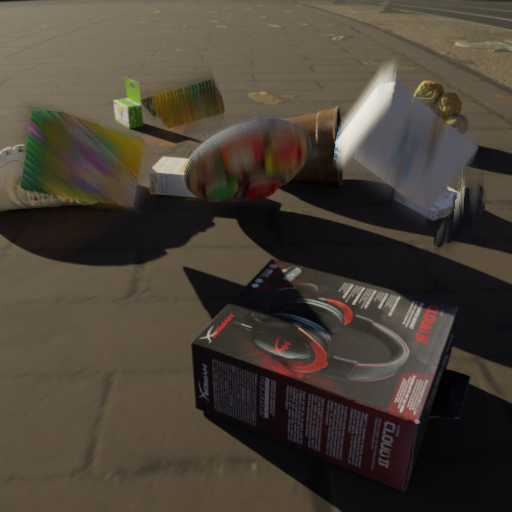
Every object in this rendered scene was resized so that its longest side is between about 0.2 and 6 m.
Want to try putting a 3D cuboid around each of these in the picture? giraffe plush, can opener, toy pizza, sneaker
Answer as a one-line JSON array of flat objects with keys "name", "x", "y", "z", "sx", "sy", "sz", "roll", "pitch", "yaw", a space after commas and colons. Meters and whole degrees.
[{"name": "giraffe plush", "x": 4.344, "y": -3.320, "z": 13.875, "sx": 1.973, "sy": 1.702, "sz": 1.600, "roll": -22, "pitch": 0, "yaw": 41}, {"name": "can opener", "x": 2.617, "y": -0.514, "z": 7.138, "sx": 0.468, "sy": 0.378, "sz": 1.192, "roll": 45, "pitch": 53, "yaw": 4}, {"name": "toy pizza", "x": -0.110, "y": -1.546, "z": 9.977, "sx": 2.363, "sy": 2.363, "sz": 0.374, "roll": -11, "pitch": 66, "yaw": -18}, {"name": "sneaker", "x": -3.864, "y": -1.472, "z": 10.881, "sx": 3.228, "sy": 1.213, "sz": 1.308, "roll": -17, "pitch": 43, "yaw": -25}]

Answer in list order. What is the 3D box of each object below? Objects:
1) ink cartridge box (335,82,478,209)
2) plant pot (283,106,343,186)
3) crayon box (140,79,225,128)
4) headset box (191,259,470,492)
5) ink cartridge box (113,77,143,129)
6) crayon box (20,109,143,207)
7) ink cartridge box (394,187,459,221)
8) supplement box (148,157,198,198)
[{"name": "ink cartridge box", "x": 1.802, "y": -1.354, "z": 6.884, "sx": 1.273, "sy": 0.929, "sz": 0.934, "roll": 35, "pitch": 12, "yaw": -9}, {"name": "plant pot", "x": 0.965, "y": -2.247, "z": 11.822, "sx": 1.624, "sy": 1.640, "sz": 1.640, "roll": -2, "pitch": 30, "yaw": 12}, {"name": "crayon box", "x": -1.105, "y": -2.281, "z": 8.536, "sx": 1.141, "sy": 0.290, "sz": 0.724, "roll": -14, "pitch": -7, "yaw": 6}, {"name": "headset box", "x": 0.956, "y": 1.202, "z": 6.381, "sx": 2.737, "sy": 1.027, "sz": 2.035, "roll": 15, "pitch": 34, "yaw": 24}, {"name": "ink cartridge box", "x": -3.518, "y": -4.179, "z": 15.285, "sx": 0.450, "sy": 1.187, "sz": 0.877, "roll": -21, "pitch": 37, "yaw": -32}, {"name": "crayon box", "x": -2.652, "y": -1.469, "z": 8.797, "sx": 0.578, "sy": 1.177, "sz": 1.982, "roll": 11, "pitch": 3, "yaw": 25}, {"name": "ink cartridge box", "x": 3.469, "y": -1.122, "z": 11.056, "sx": 0.981, "sy": 0.249, "sz": 1.113, "roll": -17, "pitch": 35, "yaw": -24}, {"name": "supplement box", "x": -1.411, "y": -1.622, "z": 11.634, "sx": 1.417, "sy": 0.521, "sz": 0.893, "roll": 6, "pitch": 31, "yaw": 11}]
